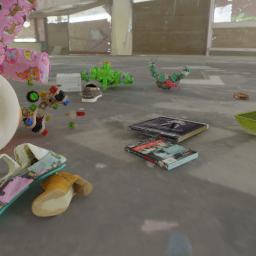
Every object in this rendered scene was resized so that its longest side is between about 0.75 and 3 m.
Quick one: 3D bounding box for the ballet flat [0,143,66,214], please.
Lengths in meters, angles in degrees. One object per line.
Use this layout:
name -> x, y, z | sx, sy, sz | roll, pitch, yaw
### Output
ballet flat -> -1.877, 0.750, 4.822 | 0.780, 0.803, 2.257 | -24, 7, 27

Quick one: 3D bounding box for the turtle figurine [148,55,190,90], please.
turtle figurine -> 2.018, -2.787, 14.908 | 2.211, 1.487, 2.953 | 22, 5, 11

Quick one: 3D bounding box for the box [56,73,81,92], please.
box -> -3.120, -2.413, 14.794 | 1.243, 0.816, 1.249 | -4, 18, -12

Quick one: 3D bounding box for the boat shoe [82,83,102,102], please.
boat shoe -> -1.669, -1.722, 12.897 | 0.789, 0.654, 2.197 | 1, 18, 4

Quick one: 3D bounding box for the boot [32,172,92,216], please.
boot -> -1.276, 1.075, 4.747 | 0.844, 0.415, 1.179 | 8, 15, 40

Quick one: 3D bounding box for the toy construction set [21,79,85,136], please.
toy construction set -> -2.408, -0.502, 8.482 | 1.786, 1.490, 1.372 | 12, -5, -36

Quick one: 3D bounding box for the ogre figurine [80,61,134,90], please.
ogre figurine -> -1.146, -2.745, 15.043 | 2.939, 1.442, 1.762 | 24, 1, -5

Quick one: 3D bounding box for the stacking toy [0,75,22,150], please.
stacking toy -> -3.595, -0.329, 7.537 | 2.126, 2.126, 2.910 | -1, -1, -2

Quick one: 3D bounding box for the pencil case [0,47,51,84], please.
pencil case -> -3.755, -2.040, 8.904 | 2.439, 1.066, 1.066 | 6, 18, 3

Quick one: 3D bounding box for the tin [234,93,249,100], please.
tin -> 5.215, -1.461, 12.904 | 0.491, 0.183, 0.876 | 2, 17, -8

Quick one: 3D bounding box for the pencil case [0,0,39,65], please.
pencil case -> -2.871, -2.386, 6.384 | 0.881, 2.036, 0.843 | 36, 9, -7

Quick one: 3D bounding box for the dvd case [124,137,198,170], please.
dvd case -> 0.762, 0.554, 6.648 | 1.049, 0.158, 1.437 | -15, 22, -39

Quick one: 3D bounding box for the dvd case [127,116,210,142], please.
dvd case -> 1.239, -0.022, 8.211 | 1.601, 0.172, 2.153 | 13, 18, 35

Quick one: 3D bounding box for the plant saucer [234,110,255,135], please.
plant saucer -> 4.532, -0.019, 7.807 | 2.220, 0.532, 2.223 | -10, 20, -29
